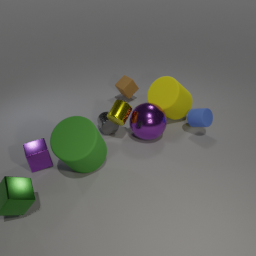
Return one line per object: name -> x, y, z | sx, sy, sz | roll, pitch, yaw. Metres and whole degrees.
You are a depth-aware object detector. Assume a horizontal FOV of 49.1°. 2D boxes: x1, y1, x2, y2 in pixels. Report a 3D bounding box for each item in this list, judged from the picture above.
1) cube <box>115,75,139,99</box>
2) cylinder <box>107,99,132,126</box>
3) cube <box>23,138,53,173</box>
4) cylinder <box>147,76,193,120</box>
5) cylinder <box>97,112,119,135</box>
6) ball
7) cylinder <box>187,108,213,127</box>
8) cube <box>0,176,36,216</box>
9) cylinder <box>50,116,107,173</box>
cube -> -0.056, -1.950, 13.269 | 0.700, 0.700, 0.700 | -47, 45, -6
cylinder -> -0.299, -0.548, 10.066 | 0.700, 0.700, 0.700 | 18, 70, 27
cube -> -2.918, 0.879, 9.098 | 0.700, 0.700, 0.700 | -19, 38, -16
cylinder -> 1.715, -1.192, 11.372 | 1.400, 1.400, 1.400 | 27, 2, 38
cylinder -> -0.789, -0.186, 10.987 | 0.700, 0.700, 0.700 | -10, 32, -17
ball -> 0.742, -0.247, 10.415 | 1.400, 1.400, 1.400 | 0, 31, 0
cylinder -> 2.729, -0.389, 10.616 | 0.700, 0.700, 0.700 | -25, 17, -36
cube -> -2.868, 1.719, 7.074 | 0.700, 0.700, 0.700 | 15, 35, -43
cylinder -> -1.459, 0.539, 8.569 | 1.400, 1.400, 1.400 | -3, 66, 7
